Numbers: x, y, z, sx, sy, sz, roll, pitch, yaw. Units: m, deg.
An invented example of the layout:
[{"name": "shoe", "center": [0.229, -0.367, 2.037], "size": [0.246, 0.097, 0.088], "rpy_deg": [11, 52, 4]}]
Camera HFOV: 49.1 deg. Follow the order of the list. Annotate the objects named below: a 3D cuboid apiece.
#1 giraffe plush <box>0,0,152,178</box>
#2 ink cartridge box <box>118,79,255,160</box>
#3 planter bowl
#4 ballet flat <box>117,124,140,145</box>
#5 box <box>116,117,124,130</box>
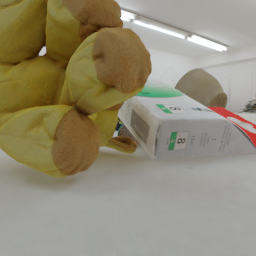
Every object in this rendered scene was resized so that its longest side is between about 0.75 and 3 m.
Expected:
[{"name": "giraffe plush", "center": [-0.646, -0.282, 3.211], "size": [2.259, 1.949, 1.832], "rpy_deg": [-38, -22, 18]}, {"name": "ink cartridge box", "center": [1.147, -0.269, 4.499], "size": [2.527, 0.633, 2.034], "rpy_deg": [-3, 24, -20]}, {"name": "planter bowl", "center": [3.310, -1.238, 12.374], "size": [2.398, 2.398, 1.614], "rpy_deg": [-3, 31, -39]}, {"name": "ballet flat", "center": [0.377, 0.064, 4.916], "size": [0.470, 0.476, 1.398], "rpy_deg": [13, 11, 32]}, {"name": "box", "center": [0.462, -0.249, 8.180], "size": [2.105, 0.537, 1.660], "rpy_deg": [4, 8, 33]}]
